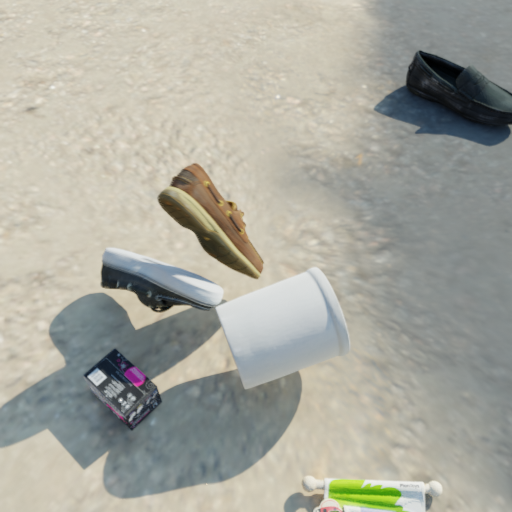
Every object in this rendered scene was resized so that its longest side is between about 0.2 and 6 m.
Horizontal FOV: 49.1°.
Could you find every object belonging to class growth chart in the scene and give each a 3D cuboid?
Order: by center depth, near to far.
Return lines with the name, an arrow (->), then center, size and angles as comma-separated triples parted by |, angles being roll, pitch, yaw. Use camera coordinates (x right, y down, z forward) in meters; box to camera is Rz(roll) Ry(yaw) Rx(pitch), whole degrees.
growth chart -> 2.059, 4.790, 7.789 | 2.508, 0.307, 3.465 | -2, 52, -3

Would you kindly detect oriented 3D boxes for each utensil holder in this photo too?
utensil holder -> 0.418, 1.230, 9.347 | 1.839, 1.563, 1.563 | -21, 53, -6

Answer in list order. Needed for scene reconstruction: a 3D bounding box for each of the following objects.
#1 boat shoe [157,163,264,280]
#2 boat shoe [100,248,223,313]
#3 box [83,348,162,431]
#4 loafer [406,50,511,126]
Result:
boat shoe -> -0.572, -0.534, 10.043 | 1.000, 2.779, 0.938 | 16, 67, 43
boat shoe -> -1.797, 0.566, 10.240 | 2.925, 1.004, 0.828 | 17, 94, 37
box -> -2.277, 2.286, 9.584 | 1.125, 0.646, 0.744 | 34, 60, 26
loafer -> 5.486, -4.420, 14.686 | 3.296, 1.157, 1.119 | 31, 61, 23
